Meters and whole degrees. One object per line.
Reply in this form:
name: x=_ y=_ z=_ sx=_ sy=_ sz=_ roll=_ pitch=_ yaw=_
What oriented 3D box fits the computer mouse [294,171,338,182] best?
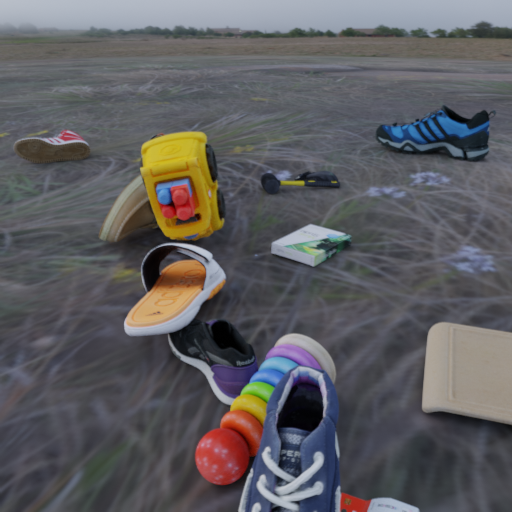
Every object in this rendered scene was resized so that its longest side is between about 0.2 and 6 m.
computer mouse: x=1.569 y=-2.010 z=14.145 sx=1.087 sy=0.287 sz=0.753 roll=14 pitch=27 yaw=28

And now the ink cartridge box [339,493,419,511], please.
ink cartridge box: x=1.000 y=2.321 z=4.847 sx=0.699 sy=0.199 sz=0.568 roll=15 pitch=29 yaw=21

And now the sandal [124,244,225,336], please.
sandal: x=-1.125 y=0.268 z=8.016 sx=1.124 sy=0.841 sz=2.934 roll=-5 pitch=14 yaw=6

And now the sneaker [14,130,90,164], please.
sneaker: x=-5.902 y=-3.175 z=16.163 sx=2.027 sy=0.722 sz=1.140 roll=-2 pitch=28 yaw=-23

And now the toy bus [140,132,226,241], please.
toy bus: x=-1.249 y=-0.932 z=9.640 sx=1.307 sy=1.925 sz=1.848 roll=-11 pitch=31 yaw=2

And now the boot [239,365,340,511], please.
boot: x=0.175 y=2.003 z=4.306 sx=0.946 sy=1.175 sz=2.601 roll=4 pitch=25 yaw=8

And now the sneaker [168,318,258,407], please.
sneaker: x=-0.514 y=1.020 z=6.915 sx=0.687 sy=0.794 sz=1.813 roll=-17 pitch=29 yaw=-32

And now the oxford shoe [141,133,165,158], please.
oxford shoe: x=-2.340 y=-2.791 z=14.939 sx=0.977 sy=1.038 sz=2.775 roll=2 pitch=25 yaw=5

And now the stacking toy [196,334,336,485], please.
stacking toy: x=0.054 y=1.620 z=5.838 sx=0.801 sy=0.801 sz=1.877 roll=17 pitch=36 yaw=32

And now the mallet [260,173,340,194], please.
mallet: x=1.083 y=-1.706 z=13.468 sx=1.943 sy=0.400 sz=0.640 roll=3 pitch=24 yaw=-3

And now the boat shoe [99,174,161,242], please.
boat shoe: x=-2.003 y=-1.063 z=11.133 sx=0.949 sy=1.054 sz=2.921 roll=36 pitch=38 yaw=-1

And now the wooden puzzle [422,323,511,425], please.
wooden puzzle: x=3.000 y=1.445 z=6.605 sx=1.939 sy=0.361 sz=1.794 roll=3 pitch=25 yaw=18

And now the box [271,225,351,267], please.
box: x=1.024 y=-0.214 z=10.278 sx=0.934 sy=0.235 sz=1.293 roll=18 pitch=30 yaw=34

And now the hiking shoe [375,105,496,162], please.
hiking shoe: x=5.225 y=-3.778 z=16.588 sx=3.357 sy=1.455 sz=1.249 roll=12 pitch=27 yaw=25
